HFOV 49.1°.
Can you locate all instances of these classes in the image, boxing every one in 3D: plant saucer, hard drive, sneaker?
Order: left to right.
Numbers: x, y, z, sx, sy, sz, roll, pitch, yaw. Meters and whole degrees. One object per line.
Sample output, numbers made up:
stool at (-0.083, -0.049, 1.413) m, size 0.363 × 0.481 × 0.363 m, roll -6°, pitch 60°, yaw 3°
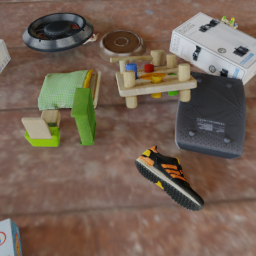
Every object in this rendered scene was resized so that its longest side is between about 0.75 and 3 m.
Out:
plant saucer at (-0.229, -3.054, 10.205) m, size 1.815 × 0.291 × 1.815 m, roll -1°, pitch 53°, yaw 1°
sneaker at (1.130, 1.130, 6.828) m, size 1.963 × 0.686 × 0.883 m, roll 34°, pitch 63°, yaw 25°
hard drive at (2.354, -0.428, 8.047) m, size 1.880 × 0.590 × 2.788 m, roll 11°, pitch 54°, yaw 8°

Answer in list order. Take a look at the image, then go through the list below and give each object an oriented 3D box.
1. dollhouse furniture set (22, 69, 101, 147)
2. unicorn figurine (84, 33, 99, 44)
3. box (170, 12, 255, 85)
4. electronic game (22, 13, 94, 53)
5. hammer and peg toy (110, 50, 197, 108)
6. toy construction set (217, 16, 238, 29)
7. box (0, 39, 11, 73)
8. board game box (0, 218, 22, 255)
dollhouse furniture set at (-1.794, -1.011, 7.889) m, size 1.836 × 1.407 × 2.803 m, roll 0°, pitch 54°, yaw 3°
unicorn figurine at (-1.520, -3.351, 10.449) m, size 0.804 × 0.297 × 0.552 m, roll -42°, pitch 69°, yaw -9°
box at (3.063, -2.702, 9.562) m, size 1.688 × 0.870 × 2.894 m, roll -38°, pitch 62°, yaw -25°
electronic game at (-2.579, -3.575, 10.404) m, size 2.614 × 0.544 × 2.614 m, roll -2°, pitch 46°, yaw 2°
hammer and peg toy at (0.617, -1.569, 8.467) m, size 2.141 × 1.026 × 2.911 m, roll -8°, pitch 25°, yaw -3°
toy construction set at (3.594, -3.791, 10.613) m, size 0.817 × 0.574 × 1.246 m, roll 28°, pitch 47°, yaw 19°
box at (-4.993, -2.235, 9.239) m, size 1.454 × 0.830 × 1.581 m, roll 11°, pitch 54°, yaw 8°
board game box at (-3.135, 3.178, 5.353) m, size 2.150 × 0.614 × 2.196 m, roll -16°, pitch 55°, yaw -12°
